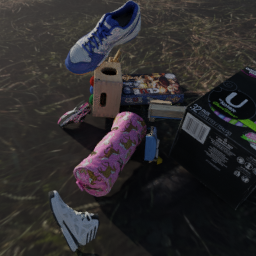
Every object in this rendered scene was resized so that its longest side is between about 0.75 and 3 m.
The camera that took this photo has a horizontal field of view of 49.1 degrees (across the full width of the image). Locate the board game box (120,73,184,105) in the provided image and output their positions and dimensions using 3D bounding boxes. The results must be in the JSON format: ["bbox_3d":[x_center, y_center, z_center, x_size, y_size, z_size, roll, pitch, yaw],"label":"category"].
[{"bbox_3d":[0.751,-1.422,10.038,2.184,0.378,1.480,-3,41,-7],"label":"board game box"}]

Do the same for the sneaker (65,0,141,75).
[{"bbox_3d":[-0.768,-2.732,8.203,2.785,1.227,1.048,-44,82,-13],"label":"sneaker"}]

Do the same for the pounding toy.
[{"bbox_3d":[-0.746,-1.747,9.271,0.985,1.892,2.154,3,39,-8],"label":"pounding toy"}]

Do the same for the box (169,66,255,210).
[{"bbox_3d":[2.850,0.080,6.988,2.876,1.788,2.136,-31,59,-33],"label":"box"}]

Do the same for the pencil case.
[{"bbox_3d":[-0.392,0.590,7.181,1.004,1.049,2.425,26,44,9],"label":"pencil case"}]

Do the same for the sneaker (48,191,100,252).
[{"bbox_3d":[-1.032,1.719,5.596,0.774,1.345,0.508,-24,16,-13],"label":"sneaker"}]

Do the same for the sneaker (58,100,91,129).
[{"bbox_3d":[-1.618,-0.322,8.783,1.167,0.504,0.469,-38,30,-9],"label":"sneaker"}]

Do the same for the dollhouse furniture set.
[{"bbox_3d":[1.008,0.105,7.648,0.963,1.475,1.393,6,18,6],"label":"dollhouse furniture set"}]
